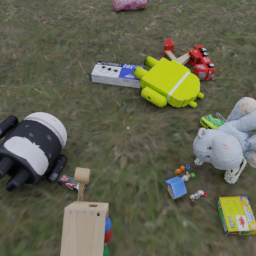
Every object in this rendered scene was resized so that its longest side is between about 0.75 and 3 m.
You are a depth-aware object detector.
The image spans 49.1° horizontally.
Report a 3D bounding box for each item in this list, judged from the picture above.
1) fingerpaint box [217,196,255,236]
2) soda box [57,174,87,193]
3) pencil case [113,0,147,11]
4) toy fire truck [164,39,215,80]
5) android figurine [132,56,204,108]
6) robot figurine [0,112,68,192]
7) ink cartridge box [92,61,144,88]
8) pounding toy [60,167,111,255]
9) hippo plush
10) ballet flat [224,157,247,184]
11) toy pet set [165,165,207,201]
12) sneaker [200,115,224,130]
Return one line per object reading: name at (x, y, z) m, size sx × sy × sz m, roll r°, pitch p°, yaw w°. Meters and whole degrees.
fingerpaint box at (2.849, 2.303, 7.365) m, size 0.774 × 0.340 × 0.928 m, roll -3°, pitch 50°, yaw -2°
soda box at (-1.600, 1.601, 8.035) m, size 0.806 × 0.255 × 0.285 m, roll 17°, pitch 51°, yaw 15°
pencil case at (0.099, -6.694, 14.907) m, size 1.790 × 0.783 × 0.783 m, roll -9°, pitch 50°, yaw -5°
toy fire truck at (2.482, -2.874, 11.706) m, size 1.674 × 0.579 × 2.374 m, roll -5°, pitch 50°, yaw -4°
android figurine at (1.568, -1.708, 10.540) m, size 2.668 × 0.548 × 2.428 m, roll 32°, pitch 54°, yaw 11°
robot figurine at (-2.798, 0.632, 8.037) m, size 1.500 × 1.806 × 2.404 m, roll 7°, pitch 45°, yaw 23°
ink cartridge box at (-0.384, -2.156, 11.178) m, size 1.952 × 0.432 × 0.918 m, roll 9°, pitch 50°, yaw 8°
pounding toy at (-0.824, 1.970, 6.363) m, size 0.953 × 1.830 × 2.083 m, roll 4°, pitch 81°, yaw -1°
hippo plush at (2.688, 0.162, 7.580) m, size 1.851 × 1.834 × 2.302 m, roll -12°, pitch 28°, yaw -30°
ballet flat at (3.279, 1.089, 8.367) m, size 0.479 × 0.479 × 1.334 m, roll 23°, pitch 52°, yaw 19°
toy pet set at (1.595, 1.503, 7.901) m, size 1.031 × 0.587 × 1.105 m, roll -17°, pitch 51°, yaw -15°
sneaker at (3.052, 0.005, 9.212) m, size 0.597 × 0.529 × 1.429 m, roll -36°, pitch 57°, yaw -15°
